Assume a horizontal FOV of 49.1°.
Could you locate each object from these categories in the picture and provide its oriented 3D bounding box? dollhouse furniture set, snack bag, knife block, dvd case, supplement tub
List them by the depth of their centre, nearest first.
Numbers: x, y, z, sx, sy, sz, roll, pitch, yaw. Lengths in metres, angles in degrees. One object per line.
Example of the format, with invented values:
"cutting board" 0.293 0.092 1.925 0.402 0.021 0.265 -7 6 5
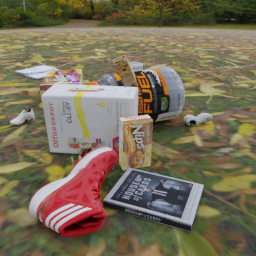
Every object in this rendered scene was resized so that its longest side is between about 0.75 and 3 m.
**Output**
"knife block" -0.048 -1.108 5.276 0.248 0.774 0.680 -22 36 9
"dvd case" 0.556 1.364 5.655 1.732 0.214 1.302 10 26 20
"dollhouse furniture set" -0.906 0.806 6.781 0.938 0.483 0.928 -10 37 -21
"supplement tub" 0.176 -0.932 8.903 2.869 1.758 1.758 -12 27 -22
"snack bag" -4.861 -3.166 15.752 2.208 0.236 2.081 20 30 36

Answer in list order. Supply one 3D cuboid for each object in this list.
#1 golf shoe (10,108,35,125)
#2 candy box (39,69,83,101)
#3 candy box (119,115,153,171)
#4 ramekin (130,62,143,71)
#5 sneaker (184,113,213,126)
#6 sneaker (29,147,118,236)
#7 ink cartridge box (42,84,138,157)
"golf shoe" -3.538 -0.386 9.309 0.349 0.433 0.890 19 32 31
"candy box" -2.845 -1.942 12.358 1.607 0.778 2.754 -3 23 -5
"candy box" 0.174 0.352 6.637 0.725 1.255 0.347 -7 25 -18
"ramekin" 0.269 -3.262 15.536 1.120 0.588 1.120 0 25 0
"sneaker" 2.316 -0.226 9.137 0.925 0.350 0.426 -7 31 3
"sneaker" -0.652 1.264 5.407 1.252 0.849 2.168 26 47 30
"ink cartridge box" -0.927 -0.198 7.367 2.304 1.672 0.961 3 26 7
